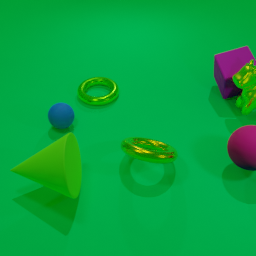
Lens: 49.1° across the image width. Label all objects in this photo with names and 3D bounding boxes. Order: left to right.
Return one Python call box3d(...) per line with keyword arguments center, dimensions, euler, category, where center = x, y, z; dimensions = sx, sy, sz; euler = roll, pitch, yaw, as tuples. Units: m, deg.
box3d(center=(-2.110, 0.976, 6.869), dimensions=(1.600, 1.594, 1.594), euler=(-5, 45, 3), category="cone")
box3d(center=(-2.086, -0.384, 8.759), dimensions=(0.818, 0.818, 0.818), euler=(0, 45, 0), category="ball")
box3d(center=(-1.080, -1.360, 10.152), dimensions=(1.521, 0.304, 1.521), euler=(0, 45, 0), category="ring")
box3d(center=(0.575, 0.586, 7.649), dimensions=(1.586, 0.317, 1.586), euler=(11, 11, -2), category="ring")
box3d(center=(3.710, -1.900, 9.689), dimensions=(1.155, 1.155, 1.155), euler=(-15, 58, 7), category="cube")
box3d(center=(3.185, 0.514, 7.242), dimensions=(1.175, 1.175, 1.175), euler=(0, 45, 0), category="ball")
box3d(center=(4.068, -1.221, 8.842), dimensions=(1.718, 1.690, 0.943), euler=(7, 34, -9), category="cow figurine")
